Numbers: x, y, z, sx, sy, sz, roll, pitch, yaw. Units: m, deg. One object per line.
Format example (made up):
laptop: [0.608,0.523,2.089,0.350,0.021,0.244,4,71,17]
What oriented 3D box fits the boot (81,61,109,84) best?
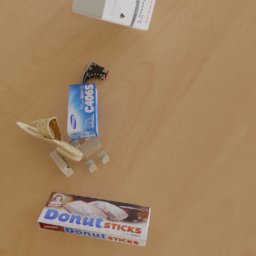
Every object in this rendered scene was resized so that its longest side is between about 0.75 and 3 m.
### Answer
boot: [-1.070,-1.678,9.015,0.719,0.349,0.955,17,61,2]

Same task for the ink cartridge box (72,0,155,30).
ink cartridge box: [-0.202,-4.159,8.334,1.160,2.751,2.009,25,113,25]

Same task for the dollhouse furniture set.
dollhouse furniture set: [-1.390,0.687,7.823,1.287,0.837,1.182,-36,68,-11]

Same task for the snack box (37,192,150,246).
snack box: [-0.830,2.287,7.176,2.709,0.329,0.974,7,39,8]

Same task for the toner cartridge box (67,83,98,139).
toner cartridge box: [-1.313,-0.533,8.194,0.826,0.375,1.739,-6,57,-1]

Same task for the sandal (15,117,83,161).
sandal: [-2.060,0.076,7.745,2.213,0.812,0.728,29,95,19]
